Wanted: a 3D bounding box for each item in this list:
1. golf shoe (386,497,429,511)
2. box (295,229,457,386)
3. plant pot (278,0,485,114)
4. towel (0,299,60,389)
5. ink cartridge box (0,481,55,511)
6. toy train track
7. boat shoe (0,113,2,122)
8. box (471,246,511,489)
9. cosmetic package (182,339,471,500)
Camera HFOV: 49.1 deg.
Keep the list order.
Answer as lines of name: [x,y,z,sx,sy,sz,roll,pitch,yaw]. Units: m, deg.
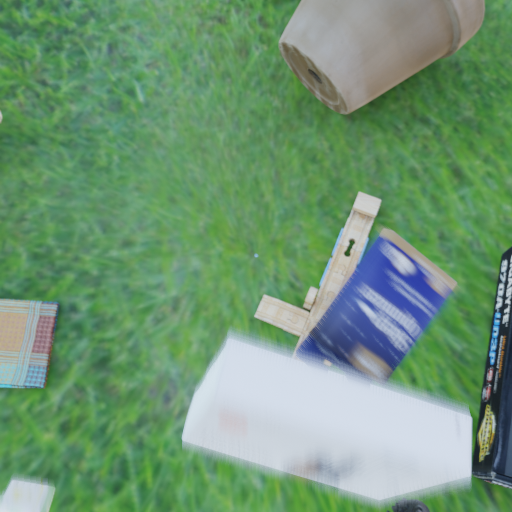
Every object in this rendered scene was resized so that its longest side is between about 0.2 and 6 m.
golf shoe: [2.009,4.641,6.964,1.412,1.162,2.988,17,74,-10]
box: [1.160,0.606,5.415,0.912,0.244,1.505,35,92,-18]
plant pot: [1.788,-3.817,9.276,2.464,2.840,2.840,-45,75,4]
towel: [-4.046,1.306,8.522,1.879,0.204,1.378,2,71,1]
ink cartridge box: [-2.497,2.441,5.543,0.873,0.635,0.209,15,87,-12]
toy train track: [1.223,0.443,8.654,1.952,0.554,3.403,22,71,7]
boat shoe: [-5.304,-1.796,9.399,2.299,0.802,0.819,-23,79,-2]
box: [4.836,1.761,8.013,2.841,0.822,3.574,15,71,5]
cosmetic package: [0.556,1.656,5.347,2.280,1.719,0.589,19,55,-6]
